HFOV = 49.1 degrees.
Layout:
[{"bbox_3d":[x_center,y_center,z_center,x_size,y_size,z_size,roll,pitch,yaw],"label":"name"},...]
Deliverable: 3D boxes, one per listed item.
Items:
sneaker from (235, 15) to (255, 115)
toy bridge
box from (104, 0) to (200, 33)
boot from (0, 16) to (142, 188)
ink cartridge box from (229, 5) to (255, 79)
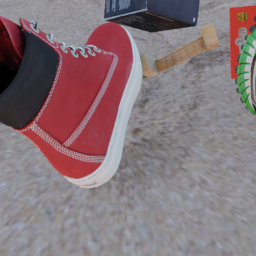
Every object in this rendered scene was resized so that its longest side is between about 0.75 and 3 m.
[{"bbox_3d":[2.543,-1.380,4.310,1.135,2.909,1.239,-26,41,-33],"label":"sneaker"},{"bbox_3d":[0.377,-1.199,5.464,2.732,0.372,0.918,-20,-1,20],"label":"toy bridge"},{"bbox_3d":[0.514,-2.736,6.106,1.505,0.933,1.480,-1,12,-39],"label":"box"},{"bbox_3d":[-0.698,-0.938,3.550,1.018,2.028,2.812,-11,50,25],"label":"boot"},{"bbox_3d":[3.256,-1.941,5.550,2.313,0.547,1.851,0,72,17],"label":"ink cartridge box"}]
